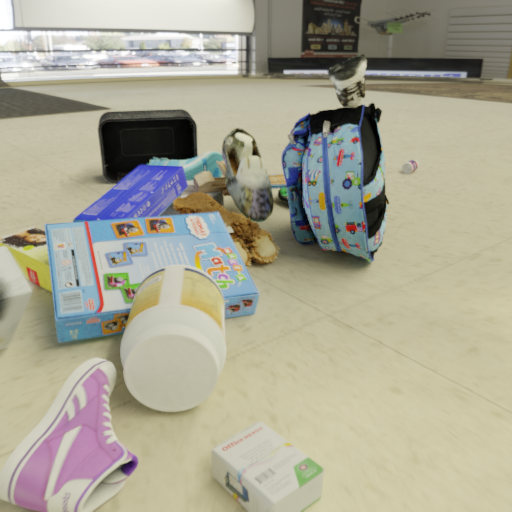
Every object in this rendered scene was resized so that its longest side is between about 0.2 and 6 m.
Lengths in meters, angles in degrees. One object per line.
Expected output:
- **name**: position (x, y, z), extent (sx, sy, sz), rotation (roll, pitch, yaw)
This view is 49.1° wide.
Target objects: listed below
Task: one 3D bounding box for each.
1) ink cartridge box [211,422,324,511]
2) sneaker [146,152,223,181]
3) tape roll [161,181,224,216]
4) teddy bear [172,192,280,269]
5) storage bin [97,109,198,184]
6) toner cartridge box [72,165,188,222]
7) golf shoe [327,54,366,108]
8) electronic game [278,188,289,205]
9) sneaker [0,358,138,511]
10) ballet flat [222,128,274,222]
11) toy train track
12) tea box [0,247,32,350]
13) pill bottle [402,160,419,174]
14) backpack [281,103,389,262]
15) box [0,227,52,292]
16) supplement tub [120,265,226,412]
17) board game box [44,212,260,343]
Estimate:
- **ink cartridge box**: position (0.096, 2.156, 5.569), extent (0.687, 0.413, 0.945), rotation (-18, 30, -38)
- **sneaker**: position (-2.084, -2.420, 15.590), extent (1.637, 0.997, 2.508), rotation (13, 26, 25)
- **tape roll**: position (-1.590, -1.386, 13.725), extent (1.597, 0.527, 1.597), rotation (0, 23, 0)
- **teddy bear**: position (-0.701, -0.385, 11.242), extent (2.611, 0.872, 1.893), rotation (24, 39, 30)
- **storage bin**: position (-3.133, -3.210, 16.321), extent (2.734, 1.848, 1.282), rotation (-5, 24, -13)
- **toner cartridge box**: position (-2.698, -1.193, 12.427), extent (1.261, 0.573, 2.654), rotation (5, 36, 24)
- **golf shoe**: position (1.821, -3.266, 10.606), extent (0.745, 0.906, 1.917), rotation (-21, 13, 14)
- **electronic game**: position (1.449, -1.581, 14.388), extent (1.793, 0.373, 1.793), rotation (0, 23, 0)
- **sneaker**: position (-1.677, 1.907, 5.959), extent (1.117, 0.710, 1.958), rotation (10, 32, 8)
- **ballet flat**: position (-0.226, -1.976, 12.538), extent (1.023, 1.023, 2.844), rotation (-5, 44, -12)
- **toy train track**: position (0.299, -2.018, 13.865), extent (3.693, 0.601, 2.118), rotation (-6, 43, -23)
- **tea box**: position (-3.895, 0.690, 7.367), extent (1.300, 1.321, 0.883), rotation (-14, 58, -49)
- **pill bottle**: position (4.733, -2.736, 17.130), extent (0.351, 0.351, 0.630), rotation (16, 28, 33)
- **backpack**: position (1.588, -1.296, 11.069), extent (2.006, 2.722, 2.982), rotation (-4, 33, 13)
- **box**: position (-3.743, 0.097, 10.156), extent (2.385, 0.598, 0.898), rotation (18, 31, 35)
- **supplement tub**: position (-1.029, 1.003, 7.178), extent (1.282, 1.282, 1.775), rotation (-1, 24, -3)
- **board game box**: position (-1.736, 0.204, 9.052), extent (3.006, 0.550, 2.274), rotation (-6, 41, -20)
